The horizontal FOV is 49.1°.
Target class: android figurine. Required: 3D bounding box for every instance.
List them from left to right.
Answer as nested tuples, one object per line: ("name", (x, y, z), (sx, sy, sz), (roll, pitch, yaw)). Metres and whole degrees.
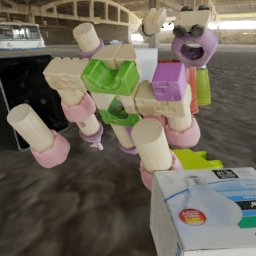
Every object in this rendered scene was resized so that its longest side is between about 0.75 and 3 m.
("android figurine", (1.013, 0.750, 5.456), (1.559, 0.320, 1.419), (-7, 20, -22))

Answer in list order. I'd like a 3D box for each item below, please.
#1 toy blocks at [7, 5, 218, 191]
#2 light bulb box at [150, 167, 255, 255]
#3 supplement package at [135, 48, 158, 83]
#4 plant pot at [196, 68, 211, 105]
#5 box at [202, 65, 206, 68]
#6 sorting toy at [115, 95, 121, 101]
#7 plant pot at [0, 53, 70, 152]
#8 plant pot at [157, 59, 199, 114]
("toy blocks", (0.060, -0.277, 5.315), (2.788, 2.511, 2.983), (8, 56, 25))
("light bulb box", (1.077, 1.191, 3.215), (1.436, 0.904, 1.449), (-2, 19, -6))
("supplement package", (-0.024, -2.794, 13.383), (2.518, 1.961, 1.396), (-8, 20, -22))
("plant pot", (2.684, -1.720, 11.224), (1.375, 1.323, 1.375), (1, 19, 0))
("box", (3.213, -2.699, 14.393), (0.989, 1.155, 1.149), (-14, 23, -43))
("sorting toy", (0.132, -0.509, 8.425), (1.871, 1.000, 1.684), (4, 27, 10))
("plant pot", (-3.012, -0.631, 7.154), (1.856, 2.087, 2.092), (-7, 14, 22))
("plant pot", (1.684, -1.512, 9.963), (1.780, 1.731, 1.780), (0, 19, 0))
